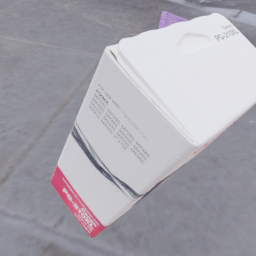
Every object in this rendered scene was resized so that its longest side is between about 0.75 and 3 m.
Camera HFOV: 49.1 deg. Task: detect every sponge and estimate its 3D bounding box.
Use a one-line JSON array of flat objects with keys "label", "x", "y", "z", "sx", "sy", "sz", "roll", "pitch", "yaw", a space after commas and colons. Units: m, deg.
[{"label": "sponge", "x": 1.021, "y": -2.272, "z": 6.266, "sx": 0.825, "sy": 0.460, "sz": 0.123, "roll": -2, "pitch": 20, "yaw": -41}]

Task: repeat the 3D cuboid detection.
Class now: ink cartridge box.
[{"label": "ink cartridge box", "x": 0.291, "y": 0.080, "z": 3.474, "sx": 1.852, "sy": 2.558, "sz": 1.079, "roll": -30, "pitch": 74, "yaw": -39}]
